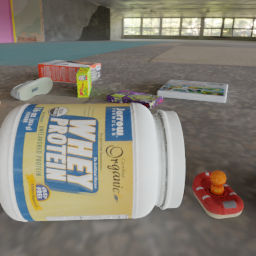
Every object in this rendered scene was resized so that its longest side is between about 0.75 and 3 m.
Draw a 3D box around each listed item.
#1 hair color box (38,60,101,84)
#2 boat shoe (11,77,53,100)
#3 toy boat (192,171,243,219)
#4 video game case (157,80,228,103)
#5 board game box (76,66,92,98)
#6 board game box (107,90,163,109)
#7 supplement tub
[{"bbox_3d":[-3.150,-3.078,15.230,2.996,0.958,1.661,10,23,22],"label":"hair color box"},{"bbox_3d":[-4.141,-1.765,12.090,0.755,0.740,2.120,14,28,21],"label":"boat shoe"},{"bbox_3d":[1.548,1.043,4.882,0.661,0.662,1.012,-4,21,-11],"label":"toy boat"},{"bbox_3d":[2.960,-1.694,12.524,2.791,0.307,2.544,8,23,18],"label":"video game case"},{"bbox_3d":[-1.957,-2.113,12.615,0.473,1.010,1.989,-1,21,-3],"label":"board game box"},{"bbox_3d":[0.276,-1.165,11.210,1.957,0.316,1.174,13,29,31],"label":"board game box"},{"bbox_3d":[-0.529,0.520,4.555,2.574,1.862,1.862,-1,21,-3],"label":"supplement tub"}]
